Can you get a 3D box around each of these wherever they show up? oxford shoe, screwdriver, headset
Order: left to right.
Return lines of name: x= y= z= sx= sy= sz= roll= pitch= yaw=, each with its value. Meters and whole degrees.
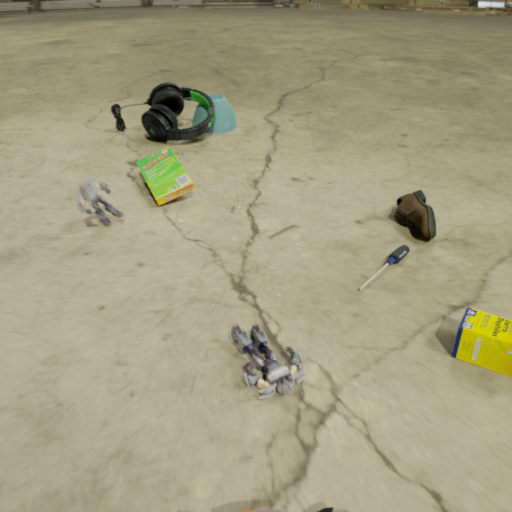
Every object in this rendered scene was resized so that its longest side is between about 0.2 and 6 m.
headset: x=-2.982 y=-4.441 z=18.001 sx=3.357 sy=1.577 sz=2.073 roll=7 pitch=55 yaw=3
screwdriver: x=2.551 y=0.199 z=11.140 sx=0.265 sy=0.276 sz=1.897 roll=21 pitch=33 yaw=34
oxford shoe: x=3.597 y=-0.861 z=12.699 sx=0.790 sy=0.680 sz=1.871 roll=-12 pitch=26 yaw=6

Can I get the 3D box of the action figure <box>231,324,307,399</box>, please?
action figure: x=0.156 y=1.617 z=8.572 sx=0.964 sy=0.514 sz=1.481 roll=-11 pitch=35 yaw=-27

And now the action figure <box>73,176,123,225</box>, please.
action figure: x=-3.470 y=-1.199 z=12.237 sx=0.840 sy=1.292 sz=0.448 roll=-45 pitch=56 yaw=-8

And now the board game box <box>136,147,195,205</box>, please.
board game box: x=-2.368 y=-2.106 z=14.416 sx=1.016 sy=0.319 sz=2.126 roll=-26 pitch=45 yaw=-8

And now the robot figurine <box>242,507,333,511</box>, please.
robot figurine: x=0.345 y=3.274 z=5.608 sx=2.347 sy=0.683 sz=1.702 roll=-2 pitch=33 yaw=-3

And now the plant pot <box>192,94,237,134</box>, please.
plant pot: x=-1.421 y=-4.854 z=18.911 sx=1.522 sy=1.025 sz=1.522 roll=0 pitch=31 yaw=0

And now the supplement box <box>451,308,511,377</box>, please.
supplement box: x=3.778 y=1.377 z=8.835 sx=1.152 sy=0.631 sz=0.627 roll=17 pitch=35 yaw=25
